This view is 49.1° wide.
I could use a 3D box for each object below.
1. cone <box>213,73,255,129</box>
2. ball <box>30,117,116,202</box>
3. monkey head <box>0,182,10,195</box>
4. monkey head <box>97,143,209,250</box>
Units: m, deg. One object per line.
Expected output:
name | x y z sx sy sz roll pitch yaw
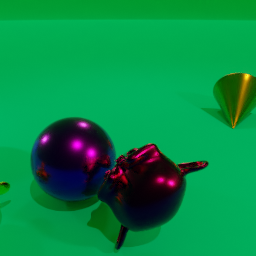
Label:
cone | 2.818 -0.486 7.316 1.347 1.347 1.352 9 51 20
ball | -0.808 0.464 4.228 1.268 1.268 1.268 0 23 0
monkey head | -1.989 0.948 3.518 0.669 0.798 1.110 10 29 5
monkey head | 0.200 0.715 3.520 1.536 0.926 1.105 -44 4 3
